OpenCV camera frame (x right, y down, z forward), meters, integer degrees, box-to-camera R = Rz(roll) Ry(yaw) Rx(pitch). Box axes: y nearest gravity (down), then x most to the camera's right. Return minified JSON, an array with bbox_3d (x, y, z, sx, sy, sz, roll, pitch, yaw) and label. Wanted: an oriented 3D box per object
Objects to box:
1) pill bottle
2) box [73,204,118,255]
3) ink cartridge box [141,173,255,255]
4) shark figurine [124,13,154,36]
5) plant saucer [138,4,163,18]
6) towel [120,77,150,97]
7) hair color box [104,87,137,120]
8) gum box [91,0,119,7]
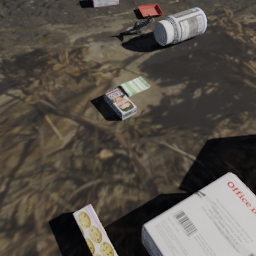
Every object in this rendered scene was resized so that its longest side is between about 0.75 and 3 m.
[{"bbox_3d":[2.245,-4.361,12.147,2.089,1.188,1.188,-24,54,-19],"label":"pill bottle"},{"bbox_3d":[-0.512,2.984,6.508,0.529,0.494,2.554,-28,55,-13],"label":"box"},{"bbox_3d":[1.939,2.555,6.467,2.672,1.127,1.952,-24,55,-19],"label":"ink cartridge box"},{"bbox_3d":[0.699,-4.518,12.592,0.929,1.554,0.649,-20,89,-51],"label":"shark figurine"},{"bbox_3d":[1.121,-5.826,14.007,1.031,0.189,1.029,-11,51,-8],"label":"plant saucer"},{"bbox_3d":[0.268,-1.581,10.553,0.947,0.111,0.722,-26,54,-20],"label":"towel"},{"bbox_3d":[-0.283,-0.868,9.796,0.598,0.366,1.207,-28,56,-21],"label":"hair color box"},{"bbox_3d":[-1.252,-6.760,14.587,1.404,0.464,0.797,-11,53,-9],"label":"gum box"}]
